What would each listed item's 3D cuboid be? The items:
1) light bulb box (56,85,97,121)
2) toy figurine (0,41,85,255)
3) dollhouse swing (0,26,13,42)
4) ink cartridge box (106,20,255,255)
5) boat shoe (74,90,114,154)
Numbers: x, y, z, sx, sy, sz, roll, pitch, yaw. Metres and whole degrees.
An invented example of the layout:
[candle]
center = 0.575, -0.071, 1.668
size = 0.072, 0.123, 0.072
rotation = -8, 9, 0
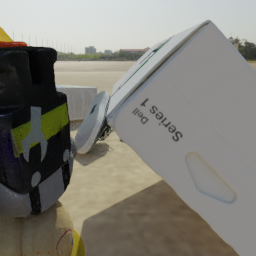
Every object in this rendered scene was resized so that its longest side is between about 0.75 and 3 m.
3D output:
[light bulb box]
center = -1.886, -0.749, 7.912
size = 1.461, 0.920, 1.474
rotation = 10, 13, 39
[toy figurine]
center = -1.717, 0.270, 2.181
size = 2.539, 1.766, 2.499
rotation = -10, 21, -27
[dollhouse swing]
center = -2.488, -0.627, 4.546
size = 1.495, 1.546, 1.701
rotation = -34, 20, 17
[ink cartridge box]
center = 0.735, -0.060, 3.120
size = 1.022, 1.770, 2.423
rotation = -44, 11, 8
[boat shoe]
center = -0.563, -0.057, 5.601
size = 0.639, 0.591, 1.730
rotation = -34, 26, 27
